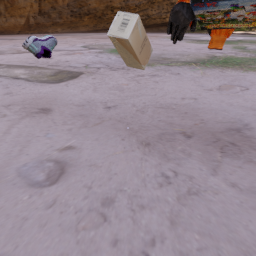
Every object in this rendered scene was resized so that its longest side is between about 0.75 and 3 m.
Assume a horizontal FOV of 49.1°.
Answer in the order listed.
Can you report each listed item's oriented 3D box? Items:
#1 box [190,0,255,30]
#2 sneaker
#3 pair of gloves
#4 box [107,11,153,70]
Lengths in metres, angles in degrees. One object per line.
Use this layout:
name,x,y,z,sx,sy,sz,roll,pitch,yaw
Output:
box,3.034,-2.861,6.430,2.875,0.542,1.964,5,3,22
sneaker,-3.028,-2.867,10.302,0.852,0.724,1.946,47,25,-3
pair of gloves,2.398,-3.406,8.967,2.178,1.940,0.269,9,52,-1
box,0.110,-2.299,7.579,0.622,0.760,1.600,19,-9,23
